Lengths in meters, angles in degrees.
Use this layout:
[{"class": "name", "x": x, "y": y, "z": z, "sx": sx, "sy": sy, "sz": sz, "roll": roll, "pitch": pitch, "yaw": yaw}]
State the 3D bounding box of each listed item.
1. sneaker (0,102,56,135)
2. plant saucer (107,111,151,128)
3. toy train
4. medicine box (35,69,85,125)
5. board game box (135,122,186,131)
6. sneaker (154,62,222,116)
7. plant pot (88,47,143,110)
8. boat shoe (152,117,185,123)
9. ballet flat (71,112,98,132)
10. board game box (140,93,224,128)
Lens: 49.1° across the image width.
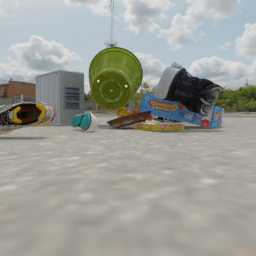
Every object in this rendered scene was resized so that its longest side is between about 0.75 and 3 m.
[{"class": "sneaker", "x": -2.111, "y": -0.227, "z": 5.066, "sx": 1.475, "sy": 0.574, "sz": 0.606, "roll": -13, "pitch": -2, "yaw": -4}, {"class": "plant saucer", "x": 0.056, "y": -0.237, "z": 8.662, "sx": 1.431, "sy": 0.262, "sz": 1.431, "roll": -13, "pitch": -2, "yaw": -1}, {"class": "toy train", "x": 0.374, "y": -0.413, "z": 11.749, "sx": 1.830, "sy": 0.678, "sz": 2.436, "roll": 14, "pitch": 1, "yaw": 10}, {"class": "medicine box", "x": -3.077, "y": -1.286, "z": 12.468, "sx": 1.267, "sy": 2.243, "sz": 2.462, "roll": -2, "pitch": 3, "yaw": -39}, {"class": "board game box", "x": 0.833, "y": -0.039, "z": 7.584, "sx": 0.794, "sy": 0.249, "sz": 1.662, "roll": -2, "pitch": 6, "yaw": -18}, {"class": "sneaker", "x": 1.831, "y": -1.142, "z": 8.407, "sx": 1.680, "sy": 1.114, "sz": 2.953, "roll": 26, "pitch": 20, "yaw": 8}, {"class": "plant pot", "x": -0.560, "y": -1.738, "z": 10.654, "sx": 2.267, "sy": 2.267, "sz": 2.183, "roll": 0, "pitch": 26, "yaw": 3}, {"class": "boat shoe", "x": 2.106, "y": -0.699, "z": 13.706, "sx": 0.864, "sy": 0.934, "sz": 2.529, "roll": 3, "pitch": 0, "yaw": -36}, {"class": "ballet flat", "x": -1.046, "y": -0.128, "z": 7.287, "sx": 0.516, "sy": 0.516, "sz": 1.486, "roll": -1, "pitch": 2, "yaw": -28}, {"class": "board game box", "x": 1.995, "y": -0.623, "z": 9.896, "sx": 2.415, "sy": 0.675, "sz": 2.364, "roll": 14, "pitch": 8, "yaw": 24}]
